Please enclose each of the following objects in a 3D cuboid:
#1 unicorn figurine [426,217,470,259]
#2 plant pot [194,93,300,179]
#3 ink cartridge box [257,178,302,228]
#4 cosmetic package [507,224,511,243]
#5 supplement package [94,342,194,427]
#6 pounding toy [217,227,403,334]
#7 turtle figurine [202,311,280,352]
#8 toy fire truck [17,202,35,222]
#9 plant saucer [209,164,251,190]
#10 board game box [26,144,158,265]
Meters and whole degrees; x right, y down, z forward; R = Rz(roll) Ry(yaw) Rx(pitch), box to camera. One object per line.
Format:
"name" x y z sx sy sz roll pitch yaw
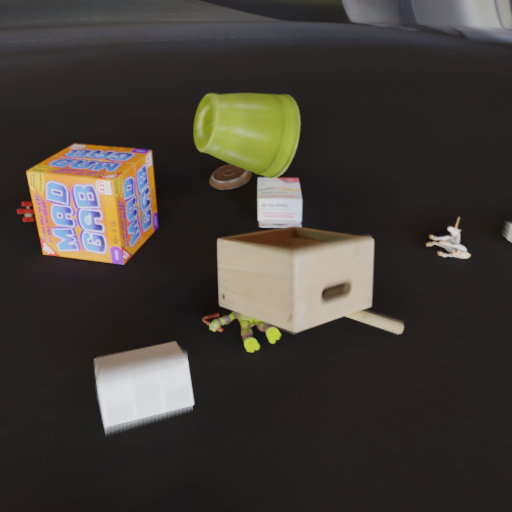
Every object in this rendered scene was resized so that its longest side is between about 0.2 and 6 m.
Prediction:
"unicorn figurine" 3.887 -0.263 11.248 0.820 0.441 1.193 3 42 -16
"plant pot" -0.336 -2.829 12.626 1.878 1.951 1.951 4 24 -29
"ink cartridge box" 0.525 -1.231 12.757 0.996 0.577 1.710 0 29 0
"cosmetic package" 5.581 -0.322 11.235 0.531 0.381 0.940 -11 33 -16
"supplement package" -1.427 1.573 7.041 1.085 0.602 0.845 -9 11 -17
"pounding toy" 0.859 0.459 8.531 2.147 1.526 1.977 -11 16 -41
"turtle figurine" -0.060 0.971 8.893 1.424 0.459 1.148 -12 31 -20
"toy fire truck" -4.900 -1.002 12.590 0.796 0.446 0.668 -3 5 -6
"plant saucer" -0.679 -2.082 14.454 1.114 0.192 1.114 -8 36 6
"board game box" -3.178 -1.091 11.257 1.768 1.766 1.767 7 30 12
